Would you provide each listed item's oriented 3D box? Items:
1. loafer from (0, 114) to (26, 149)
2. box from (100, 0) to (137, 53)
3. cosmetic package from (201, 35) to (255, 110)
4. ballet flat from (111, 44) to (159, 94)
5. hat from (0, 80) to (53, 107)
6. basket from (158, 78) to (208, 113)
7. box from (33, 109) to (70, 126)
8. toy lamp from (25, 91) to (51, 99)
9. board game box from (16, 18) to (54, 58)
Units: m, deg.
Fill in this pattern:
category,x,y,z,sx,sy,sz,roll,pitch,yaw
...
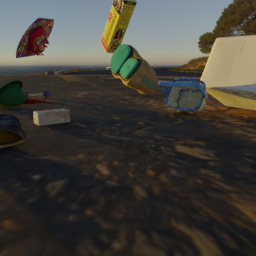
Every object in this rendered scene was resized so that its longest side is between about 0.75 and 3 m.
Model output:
category,x,y,z,sx,sy,sz,roll,pitch,yaw
loafer,-3.438,0.164,6.236,2.300,0.837,0.831,-13,32,-39
box,-0.367,-3.606,9.654,0.498,1.987,0.748,-5,52,-30
cosmetic package,4.844,-2.136,11.204,2.302,2.289,2.751,23,-2,-36
ballet flat,0.086,-1.016,4.970,0.582,0.634,1.848,33,17,-23
hat,-4.911,-1.070,12.693,1.914,1.685,1.586,-42,-3,7
basket,2.263,-1.348,11.005,1.710,1.349,1.940,10,-14,37
box,-2.528,-0.370,9.307,1.078,0.419,0.512,-9,16,-36
toy lamp,-5.106,-1.885,15.877,1.376,0.401,0.401,-4,14,-18
board game box,-2.867,-2.831,9.152,0.366,1.486,1.881,37,20,-4
